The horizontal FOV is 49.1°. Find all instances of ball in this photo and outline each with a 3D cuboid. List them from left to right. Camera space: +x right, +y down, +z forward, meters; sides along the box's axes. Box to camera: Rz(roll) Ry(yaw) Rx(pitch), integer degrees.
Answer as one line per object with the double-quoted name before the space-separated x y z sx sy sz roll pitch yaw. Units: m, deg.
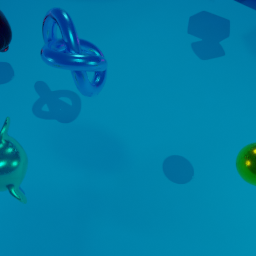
"ball" 2.090 0.575 4.459 0.707 0.707 0.707 0 61 0

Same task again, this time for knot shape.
"knot shape" -0.962 -1.319 4.761 0.736 1.594 1.491 -40 82 7

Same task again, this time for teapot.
"teapot" -2.967 -2.146 5.739 1.057 1.700 0.832 -12 64 7

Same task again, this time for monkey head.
"monkey head" -2.108 0.622 4.502 0.916 1.094 1.521 -10 99 -12

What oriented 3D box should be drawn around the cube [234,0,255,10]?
"cube" 3.381 -3.660 7.166 0.940 0.940 0.940 30 107 9
